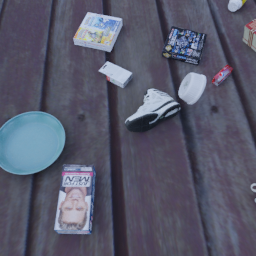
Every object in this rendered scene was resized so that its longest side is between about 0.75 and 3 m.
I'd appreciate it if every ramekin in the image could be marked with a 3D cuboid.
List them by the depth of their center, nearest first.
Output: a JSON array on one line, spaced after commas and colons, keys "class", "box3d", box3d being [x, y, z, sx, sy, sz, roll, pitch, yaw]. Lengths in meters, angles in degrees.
[{"class": "ramekin", "box3d": [1.878, -1.204, 8.339, 0.442, 0.949, 0.949, 21, 59, -11]}]

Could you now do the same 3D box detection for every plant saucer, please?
[{"class": "plant saucer", "box3d": [-2.900, 0.469, 8.390, 2.101, 0.378, 2.101, 0, 59, 1]}]

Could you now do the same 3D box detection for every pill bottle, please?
[{"class": "pill bottle", "box3d": [4.598, -5.327, 11.748, 0.546, 0.546, 0.972, 31, 64, 17]}]

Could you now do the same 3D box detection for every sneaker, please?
[{"class": "sneaker", "box3d": [0.595, -0.604, 8.944, 1.941, 0.732, 1.117, -22, 52, -21]}]

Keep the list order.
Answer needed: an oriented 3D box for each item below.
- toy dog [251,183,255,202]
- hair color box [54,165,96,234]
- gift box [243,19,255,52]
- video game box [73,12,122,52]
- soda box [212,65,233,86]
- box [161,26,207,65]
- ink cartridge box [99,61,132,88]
[{"class": "toy dog", "box3d": [3.824, 1.737, 7.686, 0.903, 0.435, 0.596, -20, 68, 3]}, {"class": "hair color box", "box3d": [-1.366, 1.870, 7.465, 0.873, 0.529, 1.747, 0, 59, 0]}, {"class": "gift box", "box3d": [4.964, -3.478, 10.397, 1.005, 0.938, 0.927, -28, 60, 2]}, {"class": "video game box", "box3d": [-1.143, -3.774, 10.928, 1.474, 0.379, 1.617, 12, 60, 10]}, {"class": "soda box", "box3d": [3.313, -1.852, 9.822, 0.264, 0.291, 0.832, 39, 67, 21]}, {"class": "box", "box3d": [2.130, -3.124, 10.547, 1.426, 0.357, 1.437, 16, 61, 10]}, {"class": "ink cartridge box", "box3d": [-0.444, -1.887, 9.862, 1.065, 0.268, 0.580, 29, 63, 17]}]
